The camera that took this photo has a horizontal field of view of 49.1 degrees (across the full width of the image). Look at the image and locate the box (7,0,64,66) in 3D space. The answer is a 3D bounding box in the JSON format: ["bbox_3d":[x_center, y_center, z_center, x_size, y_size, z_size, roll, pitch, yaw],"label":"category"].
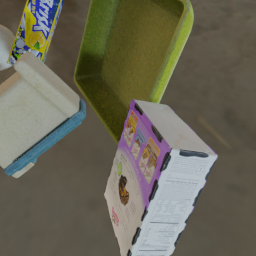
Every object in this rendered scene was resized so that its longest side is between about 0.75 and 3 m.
[{"bbox_3d":[-1.709,-1.898,5.303,0.582,0.534,1.660,19,96,-15],"label":"box"}]

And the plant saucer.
[{"bbox_3d":[-0.002,-1.390,5.288,0.659,2.751,2.755,-4,41,-34],"label":"plant saucer"}]

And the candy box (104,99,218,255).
[{"bbox_3d":[0.288,0.728,3.989,0.654,1.827,1.533,9,24,-20],"label":"candy box"}]

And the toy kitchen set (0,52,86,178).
[{"bbox_3d":[-1.207,0.010,3.229,1.692,1.244,2.113,-38,25,5],"label":"toy kitchen set"}]

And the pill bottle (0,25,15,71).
[{"bbox_3d":[-3.095,-1.871,6.465,1.037,1.037,1.823,-26,26,-17],"label":"pill bottle"}]
